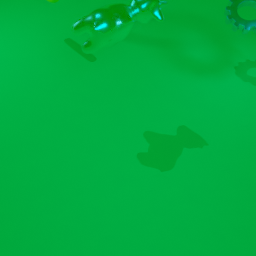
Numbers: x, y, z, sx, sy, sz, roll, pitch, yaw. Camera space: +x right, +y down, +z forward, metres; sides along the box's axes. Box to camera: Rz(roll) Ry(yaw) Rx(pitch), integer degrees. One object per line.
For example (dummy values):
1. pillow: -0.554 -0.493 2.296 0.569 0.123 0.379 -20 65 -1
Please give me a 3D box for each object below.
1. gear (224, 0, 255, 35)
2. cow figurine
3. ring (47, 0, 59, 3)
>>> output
1. gear: 3.566 -3.405 8.293 1.331 0.246 1.331 -2 73 7
2. cow figurine: -0.115 -2.222 5.632 1.637 0.913 1.664 -19 17 35
3. ring: -2.648 -4.658 8.717 0.305 1.526 1.526 -42 65 -19
